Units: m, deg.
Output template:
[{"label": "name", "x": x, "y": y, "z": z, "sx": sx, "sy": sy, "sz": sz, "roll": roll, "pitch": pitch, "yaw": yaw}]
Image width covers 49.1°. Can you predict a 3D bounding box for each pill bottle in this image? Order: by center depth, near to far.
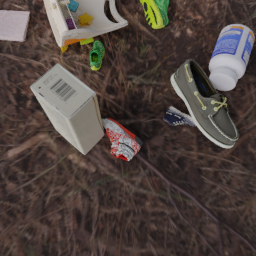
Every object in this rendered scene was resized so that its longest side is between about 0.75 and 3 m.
[{"label": "pill bottle", "x": 2.942, "y": -2.009, "z": 8.103, "sx": 1.012, "sy": 1.012, "sz": 1.806, "roll": 22, "pitch": 68, "yaw": 9}]

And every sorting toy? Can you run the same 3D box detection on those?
[{"label": "sorting toy", "x": -1.261, "y": -3.541, "z": 8.702, "sx": 2.259, "sy": 1.340, "sz": 2.509, "roll": -16, "pitch": 67, "yaw": -15}]

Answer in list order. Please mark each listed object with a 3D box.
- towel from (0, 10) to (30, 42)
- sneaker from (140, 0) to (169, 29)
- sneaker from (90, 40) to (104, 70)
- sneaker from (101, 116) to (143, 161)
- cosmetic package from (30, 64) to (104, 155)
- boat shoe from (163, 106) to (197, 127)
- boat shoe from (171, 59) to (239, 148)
[{"label": "towel", "x": -3.871, "y": -3.322, "z": 9.096, "sx": 1.225, "sy": 0.197, "sz": 1.170, "roll": 4, "pitch": 67, "yaw": 2}, {"label": "sneaker", "x": 0.840, "y": -4.136, "z": 8.990, "sx": 0.796, "sy": 0.706, "sz": 1.905, "roll": -18, "pitch": 97, "yaw": -41}, {"label": "sneaker", "x": -0.937, "y": -2.268, "z": 8.522, "sx": 0.387, "sy": 0.436, "sz": 1.044, "roll": 2, "pitch": 67, "yaw": 2}, {"label": "sneaker", "x": -0.338, "y": 0.299, "z": 7.439, "sx": 1.373, "sy": 0.458, "sz": 0.736, "roll": 34, "pitch": 69, "yaw": 10}, {"label": "cosmetic package", "x": -1.323, "y": -0.328, "z": 6.710, "sx": 1.189, "sy": 2.297, "sz": 0.840, "roll": 39, "pitch": 73, "yaw": 14}, {"label": "boat shoe", "x": 1.424, "y": -0.194, "z": 7.746, "sx": 0.951, "sy": 0.355, "sz": 0.441, "roll": 31, "pitch": 80, "yaw": 18}, {"label": "boat shoe", "x": 2.133, "y": -0.692, "z": 7.551, "sx": 0.946, "sy": 0.791, "sz": 2.646, "roll": -16, "pitch": 66, "yaw": -35}]
